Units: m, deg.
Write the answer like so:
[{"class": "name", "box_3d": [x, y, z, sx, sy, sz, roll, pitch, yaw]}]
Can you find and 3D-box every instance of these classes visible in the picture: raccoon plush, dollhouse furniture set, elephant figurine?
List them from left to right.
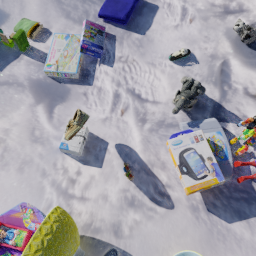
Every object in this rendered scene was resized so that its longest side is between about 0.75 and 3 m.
[{"class": "dollhouse furniture set", "box_3d": [-5.118, -4.781, 13.411, 1.235, 0.946, 1.886, 24, 67, 11]}, {"class": "elephant figurine", "box_3d": [2.350, -1.237, 11.752, 1.682, 1.305, 1.190, -59, 39, 4]}, {"class": "raccoon plush", "box_3d": [5.905, -4.694, 13.678, 1.676, 0.811, 1.123, 7, 48, -26]}]

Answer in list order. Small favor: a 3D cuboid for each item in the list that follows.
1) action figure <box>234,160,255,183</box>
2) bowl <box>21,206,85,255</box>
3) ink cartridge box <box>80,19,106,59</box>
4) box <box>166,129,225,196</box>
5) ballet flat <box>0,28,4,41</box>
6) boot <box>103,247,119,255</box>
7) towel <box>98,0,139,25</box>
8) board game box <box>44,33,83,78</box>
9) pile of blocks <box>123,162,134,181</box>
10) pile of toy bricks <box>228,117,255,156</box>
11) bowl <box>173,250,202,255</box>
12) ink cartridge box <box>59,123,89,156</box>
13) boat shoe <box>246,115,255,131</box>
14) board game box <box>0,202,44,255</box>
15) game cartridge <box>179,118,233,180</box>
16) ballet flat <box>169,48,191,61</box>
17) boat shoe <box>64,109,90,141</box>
[{"class": "action figure", "box_3d": [5.529, 1.536, 10.610, 2.974, 0.769, 0.973, -3, 70, -7]}, {"class": "bowl", "box_3d": [-2.200, 3.940, 8.458, 1.480, 2.750, 2.750, 27, 68, 3]}, {"class": "ink cartridge box", "box_3d": [-1.657, -4.218, 13.257, 1.084, 0.381, 1.817, 14, 65, -23]}, {"class": "box", "box_3d": [2.421, 1.127, 10.434, 1.436, 0.500, 2.412, -17, 68, -5]}, {"class": "ballet flat", "box_3d": [-6.729, -3.963, 13.191, 0.666, 0.725, 2.112, 17, 65, 20]}, {"class": "boot", "box_3d": [-0.810, 4.686, 9.114, 0.597, 0.742, 1.642, 27, 68, 12]}, {"class": "towel", "box_3d": [-0.386, -6.316, 14.398, 1.686, 0.566, 2.283, 17, 66, 15]}, {"class": "board game box", "box_3d": [-2.906, -3.417, 13.084, 1.535, 0.391, 2.283, 6, 65, 2]}, {"class": "pile of blocks", "box_3d": [-0.038, 1.651, 10.789, 0.314, 0.237, 0.764, -22, 61, -8]}, {"class": "pile of toy bricks", "box_3d": [4.733, 0.234, 11.012, 1.729, 0.854, 0.959, -39, 88, -15]}, {"class": "bowl", "box_3d": [2.093, 4.988, 8.648, 1.100, 2.044, 2.044, 36, 62, -31]}, {"class": "ink cartridge box", "box_3d": [-2.151, 0.439, 11.230, 0.847, 0.489, 1.167, 12, 66, 5]}, {"class": "boat shoe", "box_3d": [5.245, -0.264, 11.668, 0.960, 0.290, 0.355, -40, 66, -18]}, {"class": "board game box", "box_3d": [-4.100, 3.770, 9.580, 2.553, 0.497, 2.017, -30, 64, -11]}, {"class": "game cartridge", "box_3d": [3.126, 0.839, 11.059, 1.721, 0.522, 2.581, -7, 66, -6]}, {"class": "ballet flat", "box_3d": [2.461, -3.473, 13.099, 1.211, 0.414, 0.412, -28, 70, -12]}, {"class": "boat shoe", "box_3d": [-1.965, -0.138, 10.266, 0.569, 1.815, 0.665, 43, 113, -11]}]
